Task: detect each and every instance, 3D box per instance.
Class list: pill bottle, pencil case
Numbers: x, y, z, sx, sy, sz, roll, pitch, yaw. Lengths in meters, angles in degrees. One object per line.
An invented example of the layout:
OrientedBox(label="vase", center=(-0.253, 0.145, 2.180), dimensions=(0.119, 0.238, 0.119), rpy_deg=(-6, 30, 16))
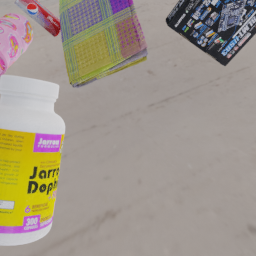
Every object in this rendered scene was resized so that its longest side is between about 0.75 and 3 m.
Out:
OrientedBox(label="pill bottle", center=(-1.501, 0.392, 3.924), dimensions=(1.113, 2.136, 1.113), rpy_deg=(8, 2, 0))
OrientedBox(label="pencil case", center=(-1.919, -1.264, 4.246), dimensions=(0.634, 0.634, 1.451), rpy_deg=(1, 38, 1))

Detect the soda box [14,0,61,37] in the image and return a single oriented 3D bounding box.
OrientedBox(label="soda box", center=(-2.139, -2.787, 6.875), dimensions=(1.186, 0.376, 0.415), rpy_deg=(38, 15, -17))

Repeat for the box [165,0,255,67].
OrientedBox(label="box", center=(2.395, -2.936, 7.044), dimensions=(2.087, 2.103, 0.522), rpy_deg=(26, 33, -22))

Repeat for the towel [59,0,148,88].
OrientedBox(label="towel", center=(-0.668, -2.273, 6.180), dimensions=(1.886, 0.299, 2.626), rpy_deg=(-21, 69, 20))
